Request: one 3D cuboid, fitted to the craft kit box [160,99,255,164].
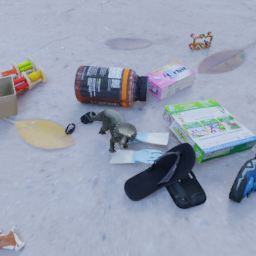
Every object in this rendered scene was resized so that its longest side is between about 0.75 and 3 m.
[{"bbox_3d":[2.861,-0.025,10.097,2.542,0.617,2.510,-10,47,-27],"label":"craft kit box"}]

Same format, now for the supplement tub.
[{"bbox_3d":[-0.611,-1.692,11.453,2.905,1.554,1.554,6,45,5],"label":"supplement tub"}]

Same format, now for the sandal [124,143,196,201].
[{"bbox_3d":[1.042,1.327,8.569,2.577,0.552,0.980,-35,53,-11],"label":"sandal"}]

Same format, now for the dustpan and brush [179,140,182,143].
[{"bbox_3d":[2.181,0.398,10.081,1.113,0.456,1.595,12,46,12],"label":"dustpan and brush"}]

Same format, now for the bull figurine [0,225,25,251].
[{"bbox_3d":[-3.291,2.990,7.529,1.059,0.345,0.643,-2,43,-3],"label":"bull figurine"}]

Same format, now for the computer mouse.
[{"bbox_3d":[-1.836,-0.183,10.883,1.456,0.248,0.427,-35,74,-24],"label":"computer mouse"}]

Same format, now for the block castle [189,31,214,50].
[{"bbox_3d":[3.909,-4.710,15.047,1.202,0.803,0.564,-11,44,-12],"label":"block castle"}]

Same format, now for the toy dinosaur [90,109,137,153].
[{"bbox_3d":[-0.440,-0.041,9.603,1.012,1.345,2.629,-5,39,-30],"label":"toy dinosaur"}]

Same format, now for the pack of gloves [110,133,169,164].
[{"bbox_3d":[0.393,0.578,9.693,1.863,0.368,1.565,-1,39,18],"label":"pack of gloves"}]

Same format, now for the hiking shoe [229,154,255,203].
[{"bbox_3d":[4.122,1.486,8.606,2.598,0.967,1.126,-35,53,-30],"label":"hiking shoe"}]

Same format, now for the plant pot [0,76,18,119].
[{"bbox_3d":[-5.053,-1.110,11.116,1.319,1.169,1.320,-16,48,-16],"label":"plant pot"}]

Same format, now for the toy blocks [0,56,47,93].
[{"bbox_3d":[-5.062,-2.243,12.515,2.261,0.821,1.884,-30,53,-27],"label":"toy blocks"}]

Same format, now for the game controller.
[{"bbox_3d":[1.634,1.612,8.967,1.079,0.436,2.068,-4,43,-25],"label":"game controller"}]

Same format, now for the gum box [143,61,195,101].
[{"bbox_3d":[1.770,-2.112,12.455,2.105,0.696,1.195,-27,52,-25],"label":"gum box"}]
